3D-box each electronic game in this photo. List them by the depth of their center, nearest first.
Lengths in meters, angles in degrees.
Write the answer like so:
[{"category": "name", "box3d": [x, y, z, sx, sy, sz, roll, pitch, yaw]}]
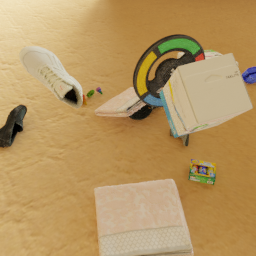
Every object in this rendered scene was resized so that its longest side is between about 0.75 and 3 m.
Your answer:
[{"category": "electronic game", "box3d": [1.454, -1.882, 9.685, 2.738, 2.738, 0.570, -14, 42, -15]}]

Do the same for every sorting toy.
[{"category": "sorting toy", "box3d": [-1.743, -1.474, 13.340, 1.369, 0.475, 0.472, -33, 74, -29]}]

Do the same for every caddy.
[{"category": "caddy", "box3d": [6.445, -2.716, 14.545, 1.071, 0.562, 0.757, -17, 68, -19]}]

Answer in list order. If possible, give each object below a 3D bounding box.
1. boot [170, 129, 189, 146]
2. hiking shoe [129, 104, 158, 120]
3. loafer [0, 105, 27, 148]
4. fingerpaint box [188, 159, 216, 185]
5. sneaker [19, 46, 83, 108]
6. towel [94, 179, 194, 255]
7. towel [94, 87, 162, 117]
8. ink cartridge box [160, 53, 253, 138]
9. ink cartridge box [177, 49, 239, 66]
[{"category": "boot", "box3d": [2.069, 0.316, 11.341, 0.787, 0.408, 1.205, 3, 35, 12]}, {"category": "hiking shoe", "box3d": [0.672, -0.957, 12.583, 2.013, 0.749, 0.872, -30, 31, -33]}, {"category": "loafer", "box3d": [-4.632, -0.084, 11.499, 0.782, 0.756, 2.227, 11, 48, 5]}, {"category": "fingerpaint box", "box3d": [2.638, 1.546, 9.948, 0.907, 0.333, 0.757, 10, 43, 11]}, {"category": "sneaker", "box3d": [-2.189, -1.512, 8.583, 0.966, 2.479, 1.232, -46, 38, 5]}, {"category": "towel", "box3d": [0.382, 2.741, 8.550, 2.720, 0.438, 2.598, -5, 42, -6]}, {"category": "towel", "box3d": [0.021, -1.209, 12.289, 2.399, 0.387, 2.291, -36, 25, -32]}, {"category": "ink cartridge box", "box3d": [1.977, -0.782, 7.633, 1.519, 2.070, 1.512, -16, 81, -8]}, {"category": "ink cartridge box", "box3d": [3.853, -2.983, 13.933, 1.986, 1.152, 2.743, -8, 29, -9]}]
